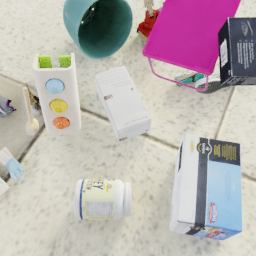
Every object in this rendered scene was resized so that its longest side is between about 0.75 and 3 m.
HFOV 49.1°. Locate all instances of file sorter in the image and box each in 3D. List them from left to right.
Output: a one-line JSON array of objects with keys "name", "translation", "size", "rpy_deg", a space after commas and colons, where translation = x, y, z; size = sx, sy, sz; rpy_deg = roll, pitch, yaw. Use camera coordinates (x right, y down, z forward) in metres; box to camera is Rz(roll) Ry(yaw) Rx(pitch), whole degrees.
[{"name": "file sorter", "translation": [2.080, -2.937, 8.823], "size": [2.058, 1.858, 2.962], "rpy_deg": [21, 82, 16]}]

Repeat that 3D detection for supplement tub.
[{"name": "supplement tub", "translation": [-0.761, 2.256, 8.866], "size": [1.719, 1.246, 1.246], "rpy_deg": [0, 61, 0]}]

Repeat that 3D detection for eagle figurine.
[{"name": "eagle figurine", "translation": [-3.020, -1.147, 10.985], "size": [1.706, 1.287, 1.294], "rpy_deg": [-6, 102, -36]}]

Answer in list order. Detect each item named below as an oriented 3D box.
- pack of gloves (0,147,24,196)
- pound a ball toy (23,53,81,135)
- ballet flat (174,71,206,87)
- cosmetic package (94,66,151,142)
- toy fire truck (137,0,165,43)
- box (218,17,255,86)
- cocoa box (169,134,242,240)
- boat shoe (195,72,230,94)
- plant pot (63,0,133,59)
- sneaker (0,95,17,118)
[{"name": "pack of gloves", "translation": [-4.395, 1.576, 9.867], "size": [1.246, 0.293, 1.483], "rpy_deg": [-44, 64, -13]}, {"name": "pound a ball toy", "translation": [-2.322, -0.723, 8.166], "size": [1.771, 2.716, 1.154], "rpy_deg": [-3, 45, -7]}, {"name": "ballet flat", "translation": [2.665, -2.152, 11.711], "size": [1.548, 0.521, 0.493], "rpy_deg": [-16, 53, -9]}, {"name": "cosmetic package", "translation": [-0.236, -0.972, 10.786], "size": [1.373, 1.000, 2.700], "rpy_deg": [-20, 62, -11]}, {"name": "toy fire truck", "translation": [1.345, -5.151, 12.298], "size": [2.046, 2.325, 1.496], "rpy_deg": [-32, 67, -16]}, {"name": "box", "translation": [3.172, -1.894, 7.078], "size": [1.535, 0.901, 1.509], "rpy_deg": [0, 83, 1]}, {"name": "cocoa box", "translation": [2.390, 1.872, 8.738], "size": [1.778, 1.807, 2.710], "rpy_deg": [9, 62, 5]}, {"name": "boat shoe", "translation": [3.595, -1.969, 11.498], "size": [2.066, 0.762, 0.663], "rpy_deg": [-18, 57, -14]}, {"name": "plant pot", "translation": [-1.509, -4.674, 11.975], "size": [2.714, 2.714, 2.178], "rpy_deg": [-33, 57, -17]}, {"name": "sneaker", "translation": [-5.074, -1.094, 11.175], "size": [0.659, 0.560, 1.505], "rpy_deg": [-31, 76, -27]}]
